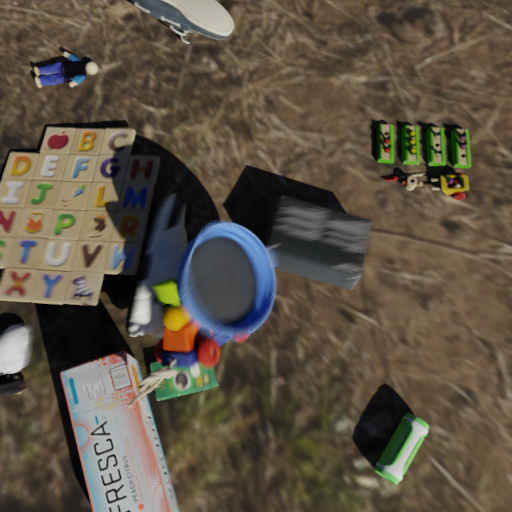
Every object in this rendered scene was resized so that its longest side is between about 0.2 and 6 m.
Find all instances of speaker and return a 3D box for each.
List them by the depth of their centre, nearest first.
[{"bbox_3d":[2.554,3.369,9.807,0.515,0.515,1.164,33,74,11],"label":"speaker"}]

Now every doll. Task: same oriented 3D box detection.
[{"bbox_3d":[-4.231,-4.141,12.515,1.348,0.327,0.920,-10,73,-3],"label":"doll"}]

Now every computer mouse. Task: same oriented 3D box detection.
[{"bbox_3d":[-4.571,1.911,10.353,0.714,0.286,1.303,3,76,-4],"label":"computer mouse"}]

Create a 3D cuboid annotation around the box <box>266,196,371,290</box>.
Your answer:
[{"bbox_3d":[1.174,-0.249,10.819,1.809,0.713,1.276,16,61,2],"label":"box"}]

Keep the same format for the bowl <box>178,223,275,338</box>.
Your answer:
[{"bbox_3d":[-0.484,0.415,9.412,1.903,0.373,1.903,9,76,-40],"label":"bowl"}]

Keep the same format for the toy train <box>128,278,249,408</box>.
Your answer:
[{"bbox_3d":[-1.325,1.102,9.333,1.177,2.780,1.609,-5,105,34],"label":"toy train"}]

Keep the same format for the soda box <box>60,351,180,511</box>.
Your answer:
[{"bbox_3d":[-2.166,3.510,9.361,1.151,1.238,3.620,-18,72,-6],"label":"soda box"}]

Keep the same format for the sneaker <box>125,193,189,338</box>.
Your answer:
[{"bbox_3d":[-1.655,0.205,10.769,1.173,1.081,2.932,14,71,-17],"label":"sneaker"}]

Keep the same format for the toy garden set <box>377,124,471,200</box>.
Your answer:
[{"bbox_3d":[3.552,-2.032,11.744,1.955,0.390,1.630,4,71,1],"label":"toy garden set"}]

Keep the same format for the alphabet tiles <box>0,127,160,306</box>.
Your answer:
[{"bbox_3d":[-3.737,-0.924,11.235,3.284,0.125,3.947,3,66,8],"label":"alphabet tiles"}]

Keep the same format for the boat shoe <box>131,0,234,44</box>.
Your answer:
[{"bbox_3d":[-1.717,-5.518,12.721,2.554,0.790,0.956,25,56,-1],"label":"boat shoe"}]

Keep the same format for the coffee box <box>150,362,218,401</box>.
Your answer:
[{"bbox_3d":[-1.333,2.199,10.347,1.140,0.251,0.701,-14,71,-5],"label":"coffee box"}]
